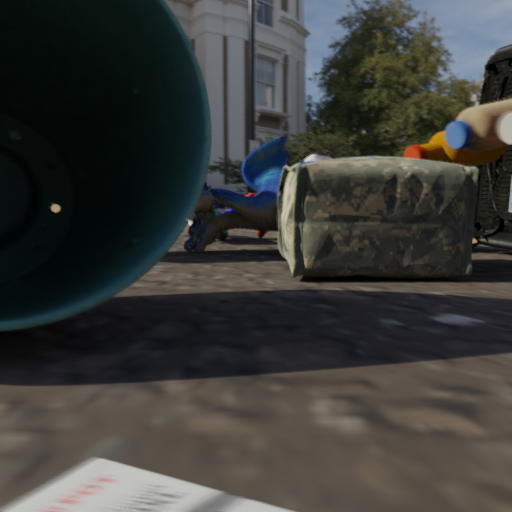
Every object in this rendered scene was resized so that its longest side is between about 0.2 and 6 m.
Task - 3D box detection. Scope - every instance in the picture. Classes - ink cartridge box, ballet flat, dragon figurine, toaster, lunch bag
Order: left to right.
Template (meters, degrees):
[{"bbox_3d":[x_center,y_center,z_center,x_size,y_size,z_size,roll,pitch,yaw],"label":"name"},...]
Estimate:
[{"bbox_3d":[-0.114,0.559,0.697,0.726,0.303,0.527,3,6,27],"label":"ink cartridge box"},{"bbox_3d":[-0.998,-0.680,11.034,0.605,0.640,1.900,-21,-14,1],"label":"ballet flat"},{"bbox_3d":[0.432,-1.152,8.960,3.629,1.068,1.804,-38,49,-24],"label":"dragon figurine"},{"bbox_3d":[1.185,-0.470,6.377,1.811,1.298,2.208,1,10,-1],"label":"lunch bag"},{"bbox_3d":[4.443,-1.419,7.577,1.970,3.003,3.321,1,7,-17],"label":"toaster"}]

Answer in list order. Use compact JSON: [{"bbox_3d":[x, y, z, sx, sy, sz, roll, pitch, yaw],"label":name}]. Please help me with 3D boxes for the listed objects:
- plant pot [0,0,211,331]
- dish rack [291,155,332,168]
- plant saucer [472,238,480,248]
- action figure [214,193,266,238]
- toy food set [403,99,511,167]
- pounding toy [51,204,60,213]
[{"bbox_3d":[-1.731,-0.636,3.567,2.369,2.369,1.901,-3,-9,-28],"label":"plant pot"},{"bbox_3d":[1.814,-1.189,11.380,3.405,0.741,2.922,8,-11,-19],"label":"dish rack"},{"bbox_3d":[3.306,-0.322,9.225,1.043,0.185,1.043,-12,26,6],"label":"plant saucer"},{"bbox_3d":[-1.315,-0.942,12.175,3.398,0.878,1.112,10,-20,41],"label":"action figure"},{"bbox_3d":[3.010,-0.845,5.871,1.333,1.415,2.963,-16,46,-21],"label":"toy food set"},{"bbox_3d":[-2.685,-0.861,8.133,2.787,2.449,1.275,12,-16,21],"label":"pounding toy"}]
